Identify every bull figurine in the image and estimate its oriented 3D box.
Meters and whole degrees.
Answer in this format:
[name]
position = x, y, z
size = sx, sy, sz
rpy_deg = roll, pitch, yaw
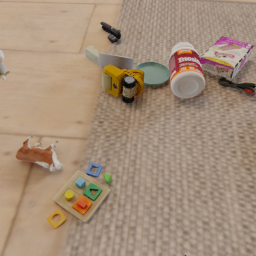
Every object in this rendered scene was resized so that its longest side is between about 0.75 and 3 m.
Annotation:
[bull figurine]
position = -2.641, 0.793, 8.572
size = 1.537, 0.500, 0.933
rpy_deg = 13, 49, 8

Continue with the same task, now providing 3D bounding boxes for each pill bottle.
[pill bottle]
position = 2.166, -2.265, 10.618
size = 1.215, 1.215, 2.150
rpy_deg = 1, 50, 1

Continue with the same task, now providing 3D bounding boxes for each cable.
[cable]
position = 4.230, -1.504, 10.670
size = 1.603, 0.403, 0.779
rpy_deg = 9, 56, 22

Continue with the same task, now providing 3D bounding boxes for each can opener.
[can opener]
position = -0.833, -4.526, 12.954
size = 0.620, 0.500, 1.578
rpy_deg = -26, 56, -19

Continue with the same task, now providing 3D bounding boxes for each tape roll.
[tape roll]
position = -0.480, -2.603, 10.931
size = 1.383, 0.457, 1.383
rpy_deg = 9, 15, -2

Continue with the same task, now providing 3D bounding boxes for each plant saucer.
[plant saucer]
position = 0.946, -2.145, 11.162
size = 1.428, 0.196, 1.428
rpy_deg = 1, 49, -2

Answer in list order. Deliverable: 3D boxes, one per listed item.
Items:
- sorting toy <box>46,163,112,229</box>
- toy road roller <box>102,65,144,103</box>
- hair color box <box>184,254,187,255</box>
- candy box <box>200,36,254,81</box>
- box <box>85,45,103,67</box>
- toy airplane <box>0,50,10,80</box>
[sorting toy]
position = -1.315, 1.842, 7.822
size = 1.246, 0.301, 2.212
rpy_deg = 26, 55, 20
[toy road roller]
position = -0.097, -1.753, 10.366
size = 1.587, 0.975, 1.159
rpy_deg = 32, 52, 23
[hair color box]
position = 1.037, 3.894, 5.925
size = 1.002, 0.613, 2.023
rpy_deg = 33, 58, 24
[candy box]
position = 4.004, -2.891, 11.396
size = 1.423, 0.636, 2.086
rpy_deg = 27, 53, 26
[box]
position = -1.334, -3.017, 11.733
size = 0.387, 0.473, 0.995
rpy_deg = -37, 61, -27
[toy airplane]
position = -3.633, -1.837, 6.960
size = 1.186, 1.673, 1.681
rpy_deg = -2, 24, 7
